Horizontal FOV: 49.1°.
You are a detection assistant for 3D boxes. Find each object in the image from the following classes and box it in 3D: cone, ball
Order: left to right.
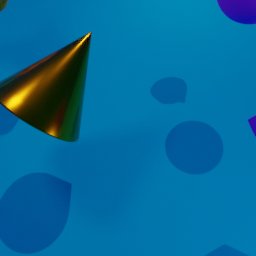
[{"bbox_3d":[-1.064,-0.892,4.634,1.628,1.628,1.634,37,96,23],"label":"cone"},{"bbox_3d":[2.276,-2.580,5.007,1.370,1.370,1.370,0,55,0],"label":"ball"}]

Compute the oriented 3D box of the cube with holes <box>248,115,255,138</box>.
[{"bbox_3d":[2.386,0.250,3.317,1.125,1.125,1.125,23,44,-38],"label":"cube with holes"}]

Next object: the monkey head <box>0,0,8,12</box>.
[{"bbox_3d":[-2.905,-2.963,5.553,1.103,1.317,1.830,-34,27,-11],"label":"monkey head"}]
